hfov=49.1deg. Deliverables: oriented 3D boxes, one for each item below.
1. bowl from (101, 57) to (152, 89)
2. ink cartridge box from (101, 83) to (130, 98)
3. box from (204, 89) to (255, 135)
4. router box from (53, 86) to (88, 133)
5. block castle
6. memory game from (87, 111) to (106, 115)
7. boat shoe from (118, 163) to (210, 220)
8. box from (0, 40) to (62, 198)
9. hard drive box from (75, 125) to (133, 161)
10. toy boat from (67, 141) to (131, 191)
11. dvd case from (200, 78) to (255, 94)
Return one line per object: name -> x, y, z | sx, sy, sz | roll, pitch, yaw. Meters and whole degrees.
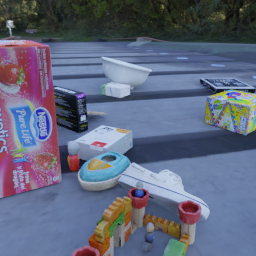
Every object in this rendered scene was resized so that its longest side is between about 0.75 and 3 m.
bowl -> -0.192, -2.675, 14.092 | 2.624, 1.179, 2.624 | 13, 15, -4
ink cartridge box -> -0.568, -1.786, 13.139 | 1.121, 0.471, 0.812 | 14, 25, 32
box -> 3.661, -0.582, 9.349 | 1.561, 0.952, 1.503 | -19, 29, -39
router box -> -2.009, -0.639, 9.097 | 1.654, 1.234, 0.422 | 18, 28, 38
block castle -> 0.200, 1.551, 3.894 | 1.246, 0.875, 1.865 | 10, 23, 26
memory game -> -1.435, -0.542, 9.859 | 1.309, 0.083, 1.309 | 4, 5, 0
boat shoe -> 0.682, 1.079, 5.204 | 1.880, 0.667, 0.656 | 12, 59, 42
box -> -2.316, -0.265, 5.763 | 1.388, 2.906, 1.449 | -11, 24, -27
hard drive box -> -0.610, 0.424, 7.356 | 1.009, 0.497, 1.295 | 10, 23, 26
toy boat -> -0.775, 0.771, 6.147 | 1.538, 0.715, 1.293 | 14, 26, 32
dvd case -> 5.025, -2.199, 14.440 | 1.955, 0.322, 2.601 | -1, 22, -3
